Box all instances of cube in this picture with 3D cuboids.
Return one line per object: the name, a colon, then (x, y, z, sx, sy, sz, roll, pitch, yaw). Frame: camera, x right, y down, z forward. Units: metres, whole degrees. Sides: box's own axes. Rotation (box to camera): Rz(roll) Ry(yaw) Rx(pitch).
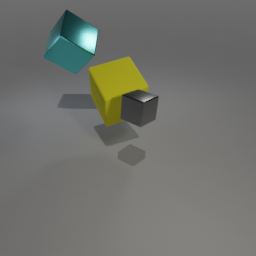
cube: (-0.328, -1.158, 8.941, 1.400, 1.400, 1.400, -20, 60, -15)
cube: (0.297, -0.536, 7.346, 0.700, 0.700, 0.700, 24, 33, 32)
cube: (-2.111, -3.160, 10.461, 1.400, 1.400, 1.400, 24, 55, -32)
